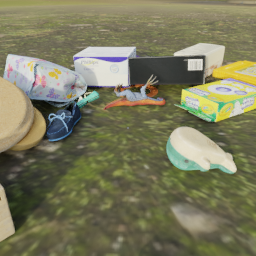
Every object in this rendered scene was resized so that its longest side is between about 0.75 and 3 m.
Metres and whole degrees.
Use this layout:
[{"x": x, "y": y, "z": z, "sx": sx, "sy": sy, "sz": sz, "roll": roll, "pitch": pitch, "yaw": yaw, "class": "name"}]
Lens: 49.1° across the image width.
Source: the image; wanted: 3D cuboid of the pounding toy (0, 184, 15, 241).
[{"x": -2.953, "y": 1.047, "z": 4.098, "sx": 1.804, "sy": 1.282, "sz": 1.660, "roll": 25, "pitch": 37, "yaw": 39, "class": "pounding toy"}]

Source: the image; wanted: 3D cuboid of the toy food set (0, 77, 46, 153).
[{"x": -3.525, "y": -0.351, "z": 6.290, "sx": 2.832, "sy": 0.689, "sz": 2.803, "roll": -26, "pitch": 60, "yaw": -39, "class": "toy food set"}]

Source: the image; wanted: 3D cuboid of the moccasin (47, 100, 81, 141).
[{"x": -1.703, "y": -0.229, "z": 7.201, "sx": 0.647, "sy": 0.549, "sz": 1.609, "roll": -5, "pitch": 27, "yaw": 9, "class": "moccasin"}]

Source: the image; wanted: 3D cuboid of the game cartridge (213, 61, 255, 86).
[{"x": 5.023, "y": -2.094, "z": 10.893, "sx": 2.263, "sy": 0.416, "sz": 2.567, "roll": -22, "pitch": 36, "yaw": -35, "class": "game cartridge"}]

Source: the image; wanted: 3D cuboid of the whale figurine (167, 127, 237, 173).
[{"x": 1.467, "y": 0.582, "z": 5.771, "sx": 1.454, "sy": 0.754, "sz": 1.157, "roll": 23, "pitch": 29, "yaw": -8, "class": "whale figurine"}]

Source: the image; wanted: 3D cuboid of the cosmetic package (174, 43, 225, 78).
[{"x": 2.907, "y": -2.720, "z": 11.419, "sx": 1.200, "sy": 1.013, "sz": 2.322, "roll": 22, "pitch": 34, "yaw": 33, "class": "cosmetic package"}]

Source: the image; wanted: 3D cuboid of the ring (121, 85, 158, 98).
[{"x": 0.316, "y": -1.322, "z": 9.744, "sx": 1.449, "sy": 0.139, "sz": 1.449, "roll": 0, "pitch": 29, "yaw": 0, "class": "ring"}]

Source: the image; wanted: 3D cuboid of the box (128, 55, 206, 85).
[{"x": 1.409, "y": -2.030, "z": 9.670, "sx": 2.444, "sy": 0.964, "sz": 1.725, "roll": 2, "pitch": 17, "yaw": 16, "class": "box"}]

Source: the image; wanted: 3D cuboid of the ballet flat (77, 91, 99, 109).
[{"x": -1.249, "y": -0.835, "z": 8.213, "sx": 0.840, "sy": 0.283, "sz": 0.296, "roll": -33, "pitch": 81, "yaw": -18, "class": "ballet flat"}]

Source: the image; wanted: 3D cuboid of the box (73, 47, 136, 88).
[{"x": -0.748, "y": -2.325, "z": 10.446, "sx": 1.936, "sy": 1.105, "sz": 2.105, "roll": 2, "pitch": 25, "yaw": 9, "class": "box"}]

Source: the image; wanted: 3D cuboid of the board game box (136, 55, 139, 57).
[{"x": 0.190, "y": -3.092, "z": 12.886, "sx": 0.837, "sy": 0.287, "sz": 1.012, "roll": -12, "pitch": 31, "yaw": -19, "class": "board game box"}]

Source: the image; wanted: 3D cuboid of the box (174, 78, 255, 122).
[{"x": 2.761, "y": -0.884, "z": 8.457, "sx": 2.493, "sy": 0.603, "sz": 1.463, "roll": -18, "pitch": 32, "yaw": -28, "class": "box"}]

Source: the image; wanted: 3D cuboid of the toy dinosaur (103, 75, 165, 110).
[{"x": 0.330, "y": -0.870, "z": 8.677, "sx": 1.504, "sy": 1.657, "sz": 0.870, "roll": 31, "pitch": 0, "yaw": 6, "class": "toy dinosaur"}]

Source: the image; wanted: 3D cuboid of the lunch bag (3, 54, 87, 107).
[{"x": -2.512, "y": -1.427, "z": 8.702, "sx": 1.715, "sy": 1.286, "sz": 2.022, "roll": 23, "pitch": 14, "yaw": 38, "class": "lunch bag"}]
